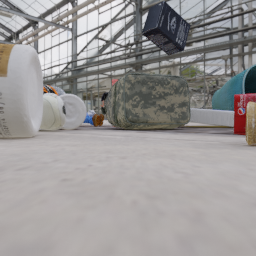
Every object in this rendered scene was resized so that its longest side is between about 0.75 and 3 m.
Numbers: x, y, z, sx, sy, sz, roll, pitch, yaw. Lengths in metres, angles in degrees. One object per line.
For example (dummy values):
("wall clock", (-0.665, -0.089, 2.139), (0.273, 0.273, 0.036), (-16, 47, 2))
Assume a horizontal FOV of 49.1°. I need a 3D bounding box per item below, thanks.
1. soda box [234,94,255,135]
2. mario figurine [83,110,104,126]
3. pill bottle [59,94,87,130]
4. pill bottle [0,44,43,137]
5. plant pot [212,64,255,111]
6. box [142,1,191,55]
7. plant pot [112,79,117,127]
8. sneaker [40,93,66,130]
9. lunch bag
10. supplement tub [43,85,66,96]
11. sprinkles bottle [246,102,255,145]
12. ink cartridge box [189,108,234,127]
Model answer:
("soda box", (2.977, -0.267, 5.664), (0.822, 0.745, 2.348), (2, 2, 43))
("mario figurine", (-1.829, -0.559, 10.507), (1.785, 0.946, 1.102), (8, -30, 17))
("pill bottle", (-1.704, -0.440, 7.908), (0.935, 0.935, 1.689), (0, 2, -14))
("pill bottle", (-2.680, -0.573, 4.251), (2.516, 1.439, 1.439), (0, 2, -8))
("plant pot", (4.827, -1.174, 11.700), (2.393, 2.393, 2.248), (-1, -8, -25))
("box", (1.545, -3.946, 11.209), (1.708, 1.264, 0.891), (28, -19, -34))
("plant pot", (0.177, -0.881, 9.759), (1.455, 1.644, 1.644), (-2, 2, -2))
("sneaker", (-2.457, -0.294, 6.802), (2.482, 0.933, 1.006), (-2, 13, 40))
("lunch bag", (0.443, -0.646, 7.910), (2.099, 1.462, 1.760), (-2, -8, -22))
("supplement tub", (-4.088, -0.999, 11.879), (1.796, 1.796, 2.931), (1, 3, 29))
("sprinkles bottle", (1.988, -0.047, 2.859), (1.442, 0.492, 0.492), (1, 2, 24))
("ink cartridge box", (2.552, -0.437, 10.077), (2.665, 0.626, 2.634), (5, 5, 18))
